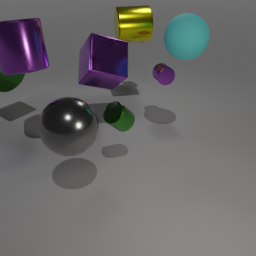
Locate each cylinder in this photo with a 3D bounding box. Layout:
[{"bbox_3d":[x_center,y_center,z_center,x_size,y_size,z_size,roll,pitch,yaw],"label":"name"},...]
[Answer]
[{"bbox_3d":[-0.257,-0.326,8.194,0.700,0.700,0.700,25,-6,37],"label":"cylinder"},{"bbox_3d":[-3.120,-2.387,8.128,1.400,1.400,1.400,-5,23,2],"label":"cylinder"},{"bbox_3d":[1.377,-2.093,10.870,0.700,0.700,0.700,-7,28,-11],"label":"cylinder"},{"bbox_3d":[0.204,-4.275,11.565,1.400,1.400,1.400,-6,30,-8],"label":"cylinder"},{"bbox_3d":[-4.858,-2.286,10.496,1.400,1.400,1.400,36,41,15],"label":"cylinder"}]

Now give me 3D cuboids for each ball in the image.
[{"bbox_3d":[-1.403,-0.036,6.661,1.400,1.400,1.400,0,29,0],"label":"ball"},{"bbox_3d":[1.837,-2.858,8.819,1.400,1.400,1.400,0,29,0],"label":"ball"}]

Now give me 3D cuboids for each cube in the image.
[{"bbox_3d":[-0.911,-2.334,10.107,1.400,1.400,1.400,6,-13,-25],"label":"cube"}]
